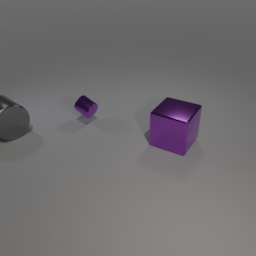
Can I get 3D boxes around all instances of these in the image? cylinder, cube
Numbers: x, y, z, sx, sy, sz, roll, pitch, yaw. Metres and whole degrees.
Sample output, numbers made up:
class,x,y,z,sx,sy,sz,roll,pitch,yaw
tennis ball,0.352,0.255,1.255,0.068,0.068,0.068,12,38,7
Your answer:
class,x,y,z,sx,sy,sz,roll,pitch,yaw
cylinder,-4.744,-0.426,10.744,1.400,1.400,1.400,26,40,36
cylinder,-1.693,-0.860,11.348,0.700,0.700,0.700,35,42,15
cube,1.713,-0.101,10.165,1.400,1.400,1.400,18,38,27
